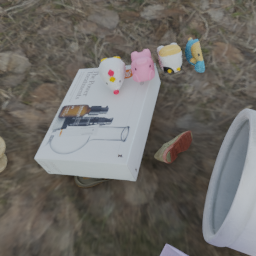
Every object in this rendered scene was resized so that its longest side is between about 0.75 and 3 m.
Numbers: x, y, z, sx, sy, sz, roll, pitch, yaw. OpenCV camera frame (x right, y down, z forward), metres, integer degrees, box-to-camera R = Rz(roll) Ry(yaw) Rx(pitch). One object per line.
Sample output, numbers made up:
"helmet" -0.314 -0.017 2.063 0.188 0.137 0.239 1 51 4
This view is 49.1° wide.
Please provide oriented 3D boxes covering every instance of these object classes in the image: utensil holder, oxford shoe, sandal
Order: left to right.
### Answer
"sandal" -0.444 0.813 6.183 1.590 0.434 0.650 -19 57 -12
"oxford shoe" 1.049 0.375 6.379 0.431 0.413 1.167 5 28 47
"utensil holder" 2.982 1.199 4.672 2.806 2.385 2.385 17 57 10

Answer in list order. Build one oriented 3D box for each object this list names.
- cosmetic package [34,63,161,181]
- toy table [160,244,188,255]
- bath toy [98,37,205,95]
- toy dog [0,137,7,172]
"cosmetic package" -0.560 -0.255 6.392 2.114 0.724 2.804 2 53 20
"toy table" 0.917 2.642 3.597 2.348 2.554 1.496 27 74 16
"bath toy" 0.437 -1.277 5.927 2.197 0.955 0.812 -12 79 10
"toy dog" -3.478 0.380 5.662 2.107 1.390 1.015 10 53 -46
